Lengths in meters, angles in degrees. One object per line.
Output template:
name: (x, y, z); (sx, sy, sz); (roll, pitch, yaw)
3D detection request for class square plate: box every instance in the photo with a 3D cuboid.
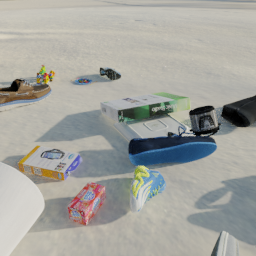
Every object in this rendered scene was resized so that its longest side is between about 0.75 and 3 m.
square plate: (1.001, 0.024, 10.016); (2.355, 0.335, 2.333); (-15, 32, -24)

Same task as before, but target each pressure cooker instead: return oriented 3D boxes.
pressure cooker: (2.372, -0.168, 8.681); (0.833, 0.933, 0.820); (-23, 14, -36)

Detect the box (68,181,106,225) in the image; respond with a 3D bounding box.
box: (-0.967, 1.788, 6.738); (0.481, 0.460, 0.964); (13, 32, 22)

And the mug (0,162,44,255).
mug: (-2.995, 2.041, 5.428); (1.880, 2.347, 1.927); (34, 40, -12)

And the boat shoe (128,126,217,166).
boat shoe: (1.321, 0.436, 8.354); (2.649, 1.115, 0.909); (-1, 46, -11)

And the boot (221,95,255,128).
boot: (5.215, -0.662, 10.628); (2.661, 0.873, 2.193); (-17, 24, -33)

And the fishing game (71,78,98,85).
fishing game: (-2.322, -2.474, 14.588); (1.290, 0.200, 0.923); (18, 31, 29)

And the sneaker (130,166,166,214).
sneaker: (0.530, 1.507, 7.073); (0.877, 0.632, 1.669); (4, 29, 6)

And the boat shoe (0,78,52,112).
boat shoe: (-4.588, -1.563, 12.105); (1.020, 1.021, 2.822); (25, 38, 36)

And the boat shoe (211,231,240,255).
boat shoe: (1.637, 2.868, 4.434); (0.819, 0.942, 2.555); (13, 35, 10)

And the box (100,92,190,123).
box: (0.618, -0.863, 10.901); (2.934, 0.533, 2.117); (-13, 17, -19)

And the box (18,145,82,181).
box: (-2.208, 1.024, 8.247); (1.675, 0.347, 0.997); (11, 31, 14)

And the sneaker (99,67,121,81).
sneaker: (-0.856, -3.028, 15.153); (0.713, 0.621, 1.585); (-19, 35, -36)

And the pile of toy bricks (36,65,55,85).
pile of toy bricks: (-4.387, -2.857, 14.605); (0.928, 0.826, 1.673); (1, 29, 2)
